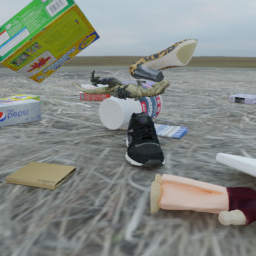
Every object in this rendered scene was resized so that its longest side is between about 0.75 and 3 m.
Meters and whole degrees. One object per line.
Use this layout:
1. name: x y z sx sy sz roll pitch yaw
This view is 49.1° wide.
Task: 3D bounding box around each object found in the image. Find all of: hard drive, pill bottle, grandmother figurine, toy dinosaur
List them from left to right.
1. toy dinosaur: -0.332 -0.989 6.907 2.688 0.638 1.185 5 2 11
2. pill bottle: 0.120 -0.780 11.017 1.529 1.529 2.557 11 20 33
3. grandmother figurine: 1.786 1.303 5.043 2.689 0.814 1.631 2 16 12
4. hard drive: 3.114 0.955 6.185 1.335 0.266 2.025 10 4 -20

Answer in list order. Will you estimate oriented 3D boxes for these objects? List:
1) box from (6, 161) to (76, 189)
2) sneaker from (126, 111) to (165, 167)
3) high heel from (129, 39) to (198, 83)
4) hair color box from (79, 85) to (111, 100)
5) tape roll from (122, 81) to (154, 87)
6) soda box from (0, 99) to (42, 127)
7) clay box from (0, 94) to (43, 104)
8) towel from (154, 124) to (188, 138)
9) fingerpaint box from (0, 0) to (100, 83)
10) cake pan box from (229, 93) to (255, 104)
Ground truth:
1. box: -2.083 1.125 6.838 1.304 0.139 1.066 4 16 16
2. sneaker: 0.376 0.211 8.128 1.023 1.183 2.702 -2 16 -9
3. high heel: 1.251 -2.685 10.467 2.560 0.914 1.825 -42 39 -18
4. hair color box: -1.965 -2.169 17.078 1.817 0.581 1.007 2 40 1
5. tape roll: 0.662 -2.392 17.758 2.206 0.937 2.206 0 17 0
6. soda box: -4.924 -0.596 11.567 2.537 0.866 0.805 -15 22 -41
7. clay box: -5.742 -1.399 14.950 1.320 0.547 2.298 6 18 17
8. towel: 1.363 0.085 10.425 1.534 0.183 1.126 8 19 27
9. fingerpaint box: -2.333 -2.623 8.139 2.527 0.927 2.108 -35 -11 7
10. cake pan box: 6.872 -1.729 16.455 1.357 0.385 1.474 12 20 44
